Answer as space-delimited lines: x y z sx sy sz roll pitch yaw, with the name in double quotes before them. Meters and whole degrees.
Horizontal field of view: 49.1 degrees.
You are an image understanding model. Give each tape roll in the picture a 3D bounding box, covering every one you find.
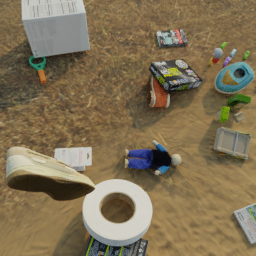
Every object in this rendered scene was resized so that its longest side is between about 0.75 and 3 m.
"tape roll" -0.340 2.706 9.233 2.310 0.422 2.310 4 40 -4

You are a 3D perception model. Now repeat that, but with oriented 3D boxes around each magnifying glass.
"magnifying glass" -4.123 -2.803 13.071 0.757 0.213 1.903 -17 58 -12

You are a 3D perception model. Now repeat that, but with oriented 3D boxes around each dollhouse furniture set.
"dollhouse furniture set" 4.205 -0.033 11.317 1.295 1.001 2.592 15 79 1

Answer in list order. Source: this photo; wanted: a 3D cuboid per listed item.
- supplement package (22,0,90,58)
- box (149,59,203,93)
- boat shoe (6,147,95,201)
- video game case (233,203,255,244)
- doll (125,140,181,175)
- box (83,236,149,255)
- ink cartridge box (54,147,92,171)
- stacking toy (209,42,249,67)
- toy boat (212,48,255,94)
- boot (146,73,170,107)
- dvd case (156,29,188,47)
"supplement package" -3.372 -4.936 13.258 2.699 2.049 2.034 -11 55 -8
"box" 2.101 -2.336 12.339 1.931 0.427 1.547 -14 58 -32
"boat shoe" -1.950 1.250 7.537 1.076 2.982 0.969 -33 57 17
"video game case" 4.304 3.198 9.490 1.018 0.123 1.117 -17 59 -10
"doll" 0.952 1.117 10.534 2.105 0.510 1.436 3 57 2
"box" -0.534 4.348 8.556 1.850 0.511 2.309 14 59 9
"ink cartridge box" -2.033 1.186 10.514 1.376 0.467 0.792 -3 59 -2
"stacking toy" 4.854 -3.377 13.344 1.364 0.425 1.809 30 63 17
"toy boat" 4.362 -2.522 12.242 1.760 0.973 2.094 -34 76 0
"boot" 1.314 -1.636 12.221 0.979 0.685 1.826 7 56 -13
"dvd case" 2.230 -4.578 14.233 1.433 0.158 1.046 -7 59 -5
